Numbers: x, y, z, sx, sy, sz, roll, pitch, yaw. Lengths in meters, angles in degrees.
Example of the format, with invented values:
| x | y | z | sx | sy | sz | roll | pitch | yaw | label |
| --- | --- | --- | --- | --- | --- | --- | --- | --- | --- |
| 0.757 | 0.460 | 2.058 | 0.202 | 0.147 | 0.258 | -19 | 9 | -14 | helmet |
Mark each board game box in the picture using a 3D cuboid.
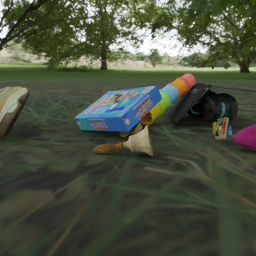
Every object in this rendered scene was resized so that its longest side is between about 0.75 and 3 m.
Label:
| x | y | z | sx | sy | sz | roll | pitch | yaw | label |
| --- | --- | --- | --- | --- | --- | --- | --- | --- | --- |
| -0.282 | -0.497 | 7.275 | 1.922 | 0.432 | 1.462 | 2 | 37 | 47 | board game box |

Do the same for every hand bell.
| x | y | z | sx | sy | sz | roll | pitch | yaw | label |
| --- | --- | --- | --- | --- | --- | --- | --- | --- | --- |
| -0.125 | 0.338 | 5.480 | 1.147 | 0.597 | 0.597 | -9 | 11 | 8 | hand bell |

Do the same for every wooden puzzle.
| x | y | z | sx | sy | sz | roll | pitch | yaw | label |
| --- | --- | --- | --- | --- | --- | --- | --- | --- | --- |
| 2.124 | 0.022 | 6.395 | 0.091 | 0.526 | 0.780 | 7 | -13 | -11 | wooden puzzle |

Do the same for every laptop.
| x | y | z | sx | sy | sz | roll | pitch | yaw | label |
| --- | --- | --- | --- | --- | --- | --- | --- | --- | --- |
| 2.612 | -0.752 | 8.955 | 1.364 | 2.354 | 2.204 | 41 | 10 | -4 | laptop |

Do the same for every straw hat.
| x | y | z | sx | sy | sz | roll | pitch | yaw | label |
| --- | --- | --- | --- | --- | --- | --- | --- | --- | --- |
| 0.169 | -0.019 | 7.112 | 0.336 | 0.795 | 0.795 | 40 | -8 | -27 | straw hat |

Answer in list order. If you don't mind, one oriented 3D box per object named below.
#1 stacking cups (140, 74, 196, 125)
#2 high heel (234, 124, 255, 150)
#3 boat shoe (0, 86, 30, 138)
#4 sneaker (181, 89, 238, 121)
| x | y | z | sx | sy | sz | roll | pitch | yaw | label |
| --- | --- | --- | --- | --- | --- | --- | --- | --- | --- |
| 1.266 | -1.052 | 8.812 | 2.478 | 0.750 | 0.750 | -39 | 32 | -30 | stacking cups |
| 3.415 | -0.293 | 5.600 | 2.599 | 1.249 | 0.876 | -10 | 30 | -6 | high heel |
| -3.332 | -0.688 | 7.340 | 1.091 | 1.027 | 2.865 | 25 | 8 | -18 | boat shoe |
| 2.467 | -0.916 | 9.742 | 1.167 | 1.111 | 2.945 | -6 | 12 | -16 | sneaker |
